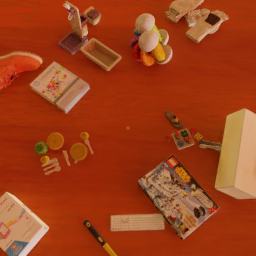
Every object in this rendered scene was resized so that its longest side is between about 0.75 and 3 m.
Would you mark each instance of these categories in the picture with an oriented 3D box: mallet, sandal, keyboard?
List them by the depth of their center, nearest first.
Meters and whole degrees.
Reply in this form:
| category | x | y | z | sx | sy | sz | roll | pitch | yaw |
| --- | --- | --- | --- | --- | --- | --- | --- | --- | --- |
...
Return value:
| category | x | y | z | sx | sy | sz | roll | pitch | yaw |
| --- | --- | --- | --- | --- | --- | --- | --- | --- | --- |
| mallet | -0.753 | 3.816 | 8.796 | 2.121 | 0.437 | 0.699 | 36 | 65 | 19 |
| keyboard | 0.307 | 3.116 | 9.244 | 1.748 | 0.093 | 0.492 | -1 | 66 | -1 |
| sandal | 1.761 | -0.359 | 10.712 | 0.368 | 0.246 | 0.902 | -31 | 70 | -13 |

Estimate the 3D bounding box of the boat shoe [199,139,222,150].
| category | x | y | z | sx | sy | sz | roll | pitch | yaw |
| --- | --- | --- | --- | --- | --- | --- | --- | --- | --- |
| boat shoe | 3.104 | 0.603 | 10.235 | 0.995 | 0.333 | 0.284 | 8 | 66 | 4 |

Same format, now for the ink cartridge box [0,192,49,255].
| category | x | y | z | sx | sy | sz | roll | pitch | yaw |
| --- | --- | --- | --- | --- | --- | --- | --- | --- | --- |
| ink cartridge box | -3.638 | 3.096 | 8.892 | 1.749 | 0.740 | 1.264 | 35 | 71 | 16 |

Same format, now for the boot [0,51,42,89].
| category | x | y | z | sx | sy | sz | roll | pitch | yaw |
| --- | --- | --- | --- | --- | --- | --- | --- | --- | --- |
| boot | -4.735 | -2.232 | 11.244 | 2.653 | 0.995 | 1.422 | -8 | 72 | 3 |

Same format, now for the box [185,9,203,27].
| category | x | y | z | sx | sy | sz | roll | pitch | yaw |
| --- | --- | --- | --- | --- | --- | --- | --- | --- | --- |
| box | 3.189 | -5.064 | 12.843 | 1.010 | 0.208 | 0.787 | -10 | 66 | -3 |

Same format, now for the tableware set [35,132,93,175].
| category | x | y | z | sx | sy | sz | roll | pitch | yaw |
| --- | --- | --- | --- | --- | --- | --- | --- | --- | --- |
| tableware set | -2.295 | 0.738 | 10.029 | 1.981 | 0.304 | 1.335 | -25 | 81 | -1 |

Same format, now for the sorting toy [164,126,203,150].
| category | x | y | z | sx | sy | sz | roll | pitch | yaw |
| --- | --- | --- | --- | --- | --- | --- | --- | --- | --- |
| sorting toy | 2.093 | 0.365 | 10.398 | 1.381 | 0.234 | 0.666 | -19 | 67 | -9 |

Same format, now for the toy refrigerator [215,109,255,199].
| category | x | y | z | sx | sy | sz | roll | pitch | yaw |
| --- | --- | --- | --- | --- | --- | --- | --- | --- | --- |
| toy refrigerator | 3.882 | 0.889 | 9.645 | 1.079 | 0.994 | 2.842 | 25 | 66 | -16 |

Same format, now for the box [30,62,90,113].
| category | x | y | z | sx | sy | sz | roll | pitch | yaw |
| --- | --- | --- | --- | --- | --- | --- | --- | --- | --- |
| box | -2.723 | -1.659 | 11.225 | 1.872 | 0.385 | 1.460 | 34 | 70 | 15 |

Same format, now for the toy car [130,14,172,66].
| category | x | y | z | sx | sy | sz | roll | pitch | yaw |
| --- | --- | --- | --- | --- | --- | --- | --- | --- | --- |
| toy car | 0.794 | -3.479 | 11.548 | 1.508 | 1.760 | 2.011 | -22 | 63 | 30 |

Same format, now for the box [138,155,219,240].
| category | x | y | z | sx | sy | sz | roll | pitch | yaw |
| --- | --- | --- | --- | --- | --- | --- | --- | --- | --- |
| box | 1.648 | 2.259 | 9.410 | 1.591 | 0.463 | 2.323 | -34 | 70 | -15 |

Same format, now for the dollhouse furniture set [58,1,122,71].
| category | x | y | z | sx | sy | sz | roll | pitch | yaw |
| --- | --- | --- | --- | --- | --- | --- | --- | --- | --- |
| dollhouse furniture set | -1.263 | -4.041 | 11.360 | 2.907 | 2.063 | 2.303 | 37 | 71 | 15 |

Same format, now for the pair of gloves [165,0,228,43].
| category | x | y | z | sx | sy | sz | roll | pitch | yaw |
| --- | --- | --- | --- | --- | --- | --- | --- | --- | --- |
| pair of gloves | 3.010 | -5.078 | 12.520 | 2.022 | 0.417 | 2.378 | -35 | 70 | -13 |
